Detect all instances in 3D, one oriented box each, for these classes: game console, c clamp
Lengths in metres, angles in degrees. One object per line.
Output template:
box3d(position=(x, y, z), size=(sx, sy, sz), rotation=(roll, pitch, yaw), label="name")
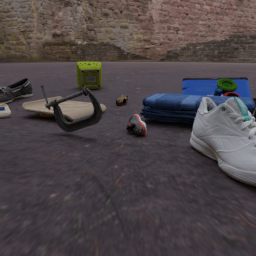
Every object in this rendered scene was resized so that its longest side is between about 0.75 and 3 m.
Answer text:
box3d(position=(3.431, -1.225, 11.230), size=(2.480, 1.468, 2.117), rotation=(1, 47, 13), label="game console")
box3d(position=(-1.347, -0.548, 6.649), size=(1.496, 1.278, 0.203), rotation=(-10, 8, 23), label="c clamp")

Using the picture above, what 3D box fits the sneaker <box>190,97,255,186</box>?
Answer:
box3d(position=(1.960, 0.089, 4.869), size=(1.026, 1.207, 2.727), rotation=(-5, 17, -21), label="sneaker")

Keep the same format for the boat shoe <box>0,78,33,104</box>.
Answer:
box3d(position=(-4.843, -1.518, 11.359), size=(0.906, 0.772, 2.709), rotation=(4, 16, 14), label="boat shoe")

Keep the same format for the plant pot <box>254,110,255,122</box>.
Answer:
box3d(position=(4.806, -1.404, 7.153), size=(2.659, 2.844, 2.659), rotation=(1, 16, 0), label="plant pot")

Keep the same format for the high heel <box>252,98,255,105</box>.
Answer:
box3d(position=(4.576, -0.949, 10.197), size=(0.922, 0.311, 0.443), rotation=(-8, 0, 28), label="high heel")

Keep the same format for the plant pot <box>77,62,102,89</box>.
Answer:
box3d(position=(-2.003, -2.715, 14.724), size=(1.357, 1.350, 1.231), rotation=(-3, 23, -10), label="plant pot")

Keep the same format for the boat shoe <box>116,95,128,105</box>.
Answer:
box3d(position=(-0.172, -1.032, 10.596), size=(0.305, 0.312, 0.825), rotation=(12, 27, 20), label="boat shoe")

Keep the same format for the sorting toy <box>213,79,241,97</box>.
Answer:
box3d(position=(3.344, -1.078, 9.600), size=(0.843, 0.576, 1.403), rotation=(2, 45, -1), label="sorting toy")

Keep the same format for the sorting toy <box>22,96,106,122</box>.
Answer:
box3d(position=(-1.991, -0.588, 8.939), size=(2.009, 0.366, 1.860), rotation=(13, 20, 27), label="sorting toy")

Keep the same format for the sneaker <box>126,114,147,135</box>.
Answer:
box3d(position=(0.128, -0.085, 7.053), size=(0.417, 0.392, 1.017), rotation=(-11, 17, -14), label="sneaker")

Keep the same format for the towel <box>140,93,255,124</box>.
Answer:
box3d(position=(1.972, -0.519, 7.955), size=(2.961, 0.718, 1.653), rotation=(6, 16, 23), label="towel")

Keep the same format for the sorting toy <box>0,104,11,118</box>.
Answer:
box3d(position=(-4.856, -0.535, 8.712), size=(2.168, 0.319, 1.603), rotation=(-7, 17, -25), label="sorting toy")
